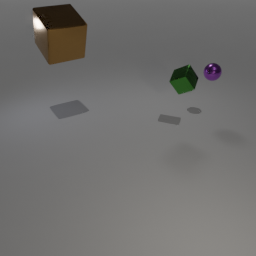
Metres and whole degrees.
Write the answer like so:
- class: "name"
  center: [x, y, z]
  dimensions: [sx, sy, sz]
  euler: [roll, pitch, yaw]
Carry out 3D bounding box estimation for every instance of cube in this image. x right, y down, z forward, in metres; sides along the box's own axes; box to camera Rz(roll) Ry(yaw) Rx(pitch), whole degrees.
- class: "cube"
  center: [-2.393, -3.303, 9.846]
  dimensions: [1.400, 1.400, 1.400]
  euler: [-20, 58, -27]
- class: "cube"
  center: [2.065, -1.776, 10.314]
  dimensions: [0.700, 0.700, 0.700]
  euler: [-12, 41, 42]

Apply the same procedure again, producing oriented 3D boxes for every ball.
- class: "ball"
  center: [3.364, -2.228, 11.145]
  dimensions: [0.700, 0.700, 0.700]
  euler: [0, 28, 0]
